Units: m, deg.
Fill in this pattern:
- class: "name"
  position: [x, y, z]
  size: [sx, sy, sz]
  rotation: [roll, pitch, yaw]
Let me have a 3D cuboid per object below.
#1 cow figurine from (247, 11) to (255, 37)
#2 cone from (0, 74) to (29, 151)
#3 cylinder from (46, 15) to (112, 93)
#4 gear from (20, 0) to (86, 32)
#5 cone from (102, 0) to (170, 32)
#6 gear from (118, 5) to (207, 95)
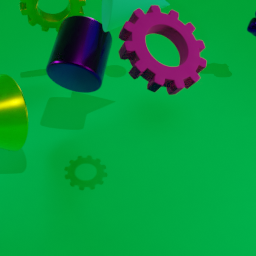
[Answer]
- class: "cow figurine"
  position: [4.411, -3.334, 8.710]
  size: [1.408, 1.386, 0.773]
  rotation: [16, 75, 42]
- class: "cone"
  position: [-3.105, -0.176, 5.365]
  size: [1.659, 1.659, 1.665]
  rotation: [35, 30, 31]
- class: "cylinder"
  position: [-1.131, -1.714, 6.670]
  size: [1.309, 1.309, 1.309]
  rotation: [8, 69, 8]
- class: "gear"
  position: [-2.143, -3.553, 8.022]
  size: [1.797, 1.797, 0.332]
  rotation: [-11, 64, -11]
- class: "cone"
  position: [0.232, -2.656, 5.844]
  size: [1.370, 1.365, 1.365]
  rotation: [1, 43, -14]
- class: "gear"
  position: [0.417, -0.922, 3.287]
  size: [1.062, 0.196, 1.062]
  rotation: [7, 70, -20]
